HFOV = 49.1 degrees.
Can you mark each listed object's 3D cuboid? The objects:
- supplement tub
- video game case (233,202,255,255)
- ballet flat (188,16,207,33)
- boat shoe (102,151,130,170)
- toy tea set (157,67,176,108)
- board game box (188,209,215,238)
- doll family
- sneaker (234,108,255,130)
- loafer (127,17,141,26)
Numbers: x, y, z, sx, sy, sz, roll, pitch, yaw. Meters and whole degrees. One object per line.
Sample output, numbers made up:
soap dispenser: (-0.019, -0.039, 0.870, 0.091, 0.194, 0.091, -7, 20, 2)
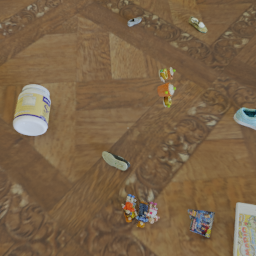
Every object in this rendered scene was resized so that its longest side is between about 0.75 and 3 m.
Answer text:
supplement tub: (-3.560, -0.676, 10.512, 1.202, 1.202, 1.653, -1, 59, -1)
video game case: (4.256, 3.580, 8.149, 2.212, 0.278, 2.431, 7, 69, 14)
ballet flat: (3.395, -5.038, 13.568, 0.398, 0.398, 1.125, -37, 66, -19)
boat shoe: (-0.433, 1.145, 9.986, 1.103, 0.396, 0.373, 26, 26, 22)
toy tea set: (1.346, -1.434, 9.007, 0.545, 0.875, 1.472, -8, 60, 25)
board game box: (2.258, 2.950, 8.921, 0.821, 0.253, 0.822, 18, 61, 12)
doll family: (0.335, 2.729, 8.968, 1.287, 0.580, 0.799, 20, 53, -9)
sneaker: (4.985, -0.324, 10.578, 1.773, 0.726, 0.655, 13, 61, 8)
loafer: (0.326, -5.263, 13.751, 0.795, 0.277, 0.278, -34, 65, -18)
